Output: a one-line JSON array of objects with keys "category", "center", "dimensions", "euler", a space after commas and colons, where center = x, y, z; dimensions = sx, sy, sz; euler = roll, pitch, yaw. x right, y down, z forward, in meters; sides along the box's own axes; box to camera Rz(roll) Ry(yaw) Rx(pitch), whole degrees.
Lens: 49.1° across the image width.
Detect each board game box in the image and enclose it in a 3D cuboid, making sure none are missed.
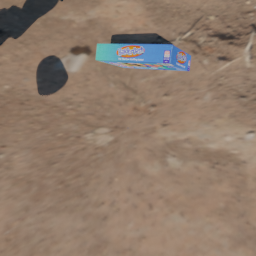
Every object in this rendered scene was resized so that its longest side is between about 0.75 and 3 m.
[{"category": "board game box", "center": [0.356, -1.507, 6.014], "dimensions": [1.678, 1.276, 0.378], "euler": [9, 98, 27]}]
